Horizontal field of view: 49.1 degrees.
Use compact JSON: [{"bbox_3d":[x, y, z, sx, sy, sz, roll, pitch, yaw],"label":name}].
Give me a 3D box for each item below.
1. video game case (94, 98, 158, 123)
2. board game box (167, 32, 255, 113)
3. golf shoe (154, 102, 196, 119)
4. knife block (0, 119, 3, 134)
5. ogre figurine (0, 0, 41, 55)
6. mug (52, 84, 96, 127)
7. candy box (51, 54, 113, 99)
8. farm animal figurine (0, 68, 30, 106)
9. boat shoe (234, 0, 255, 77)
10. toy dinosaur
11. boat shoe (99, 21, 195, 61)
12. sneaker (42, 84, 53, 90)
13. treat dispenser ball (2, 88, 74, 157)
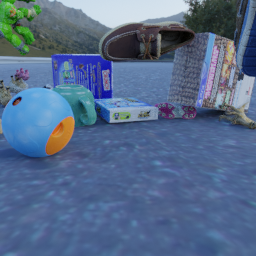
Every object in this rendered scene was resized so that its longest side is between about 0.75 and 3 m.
[{"bbox_3d":[-0.169,-0.644,9.338,1.676,0.420,1.849,-4,18,-25],"label":"video game case"},{"bbox_3d":[2.921,-1.767,9.443,2.747,2.190,1.330,3,10,-35],"label":"board game box"},{"bbox_3d":[1.540,-0.567,9.322,1.387,0.522,0.635,9,9,3],"label":"golf shoe"},{"bbox_3d":[-4.003,-0.016,7.388,1.143,0.417,1.302,-11,20,-39],"label":"knife block"},{"bbox_3d":[-3.340,-3.260,8.369,0.937,1.909,1.145,33,16,27],"label":"ogre figurine"},{"bbox_3d":[-1.635,-0.732,8.639,1.790,1.107,1.471,4,16,14],"label":"mug"},{"bbox_3d":[-1.791,-1.994,11.454,2.350,1.987,0.905,1,19,1],"label":"candy box"},{"bbox_3d":[-5.436,-1.536,11.561,2.580,1.298,2.084,1,35,-8],"label":"farm animal figurine"},{"bbox_3d":[2.573,-2.488,5.313,1.047,2.897,1.049,2,38,-8],"label":"boat shoe"},{"bbox_3d":[3.448,-0.376,8.764,1.044,0.601,2.064,18,26,5],"label":"toy dinosaur"},{"bbox_3d":[0.602,-2.416,7.877,2.822,1.018,1.016,-15,31,-21],"label":"boat shoe"},{"bbox_3d":[-3.530,-1.243,10.957,1.208,0.801,2.123,-5,19,-24],"label":"sneaker"},{"bbox_3d":[-1.872,-0.116,5.912,1.457,1.457,1.457,0,16,0],"label":"treat dispenser ball"}]
